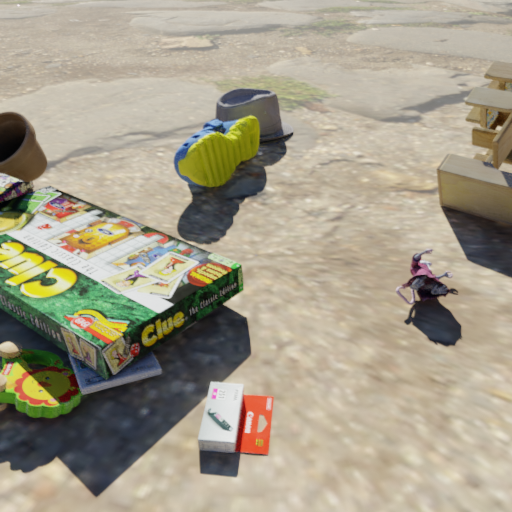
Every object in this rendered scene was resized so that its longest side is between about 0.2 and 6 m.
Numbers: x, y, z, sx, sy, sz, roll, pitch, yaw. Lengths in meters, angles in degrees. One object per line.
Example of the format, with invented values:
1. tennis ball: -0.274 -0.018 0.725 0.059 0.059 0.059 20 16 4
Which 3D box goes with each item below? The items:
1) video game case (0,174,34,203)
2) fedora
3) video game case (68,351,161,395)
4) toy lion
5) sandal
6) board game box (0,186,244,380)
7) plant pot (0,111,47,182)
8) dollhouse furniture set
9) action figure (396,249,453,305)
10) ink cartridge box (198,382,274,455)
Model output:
1. video game case: -5.526 -1.253 11.118 1.587 0.284 1.439 8 33 13
2. fedora: -0.160 -3.643 14.210 2.249 1.015 1.989 -13 35 -19
3. video game case: -1.785 1.312 7.013 0.971 0.115 0.884 -11 30 -25
4. toy lion: -2.606 1.499 6.686 1.097 0.393 1.144 7 22 -12
5. sandal: -1.003 -2.267 12.072 1.279 1.168 2.939 9 25 22
6. board game box: -2.842 0.060 8.594 4.864 0.571 2.548 21 38 33
7. plant pot: -4.649 -2.001 10.869 1.235 1.077 1.235 -5 69 13
8. dollhouse furniture set: 4.797 -1.934 10.523 1.684 2.222 2.536 24 66 35
9. action figure: 2.539 0.348 8.509 0.776 0.698 1.043 -40 13 16
10. ink cartridge box: -0.208 1.827 6.348 0.761 0.191 0.877 2 32 5
